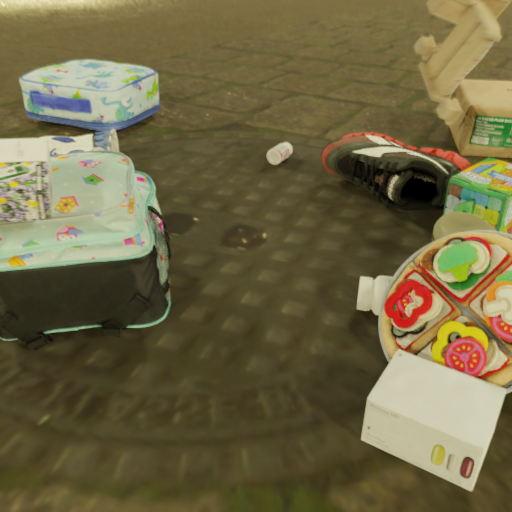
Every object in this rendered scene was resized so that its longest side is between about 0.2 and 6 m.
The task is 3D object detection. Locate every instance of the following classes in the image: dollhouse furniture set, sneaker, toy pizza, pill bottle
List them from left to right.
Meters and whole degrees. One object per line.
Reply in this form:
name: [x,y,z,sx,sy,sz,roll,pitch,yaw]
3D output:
sneaker: [-3.428,-1.605,10.318,1.524,1.066,2.639,-6,25,-3]
pill bottle: [0.503,-2.151,11.715,0.332,0.332,0.586,18,36,26]
sneaker: [2.343,-1.500,10.014,2.818,0.996,1.377,19,34,26]
pill bottle: [1.778,0.531,7.200,0.916,0.519,0.519,7,32,10]
toy pizza: [2.249,0.572,6.147,2.041,0.323,2.041,-22,50,29]
dollhouse furniture set: [3.339,-3.159,7.988,1.055,1.843,2.161,11,53,-21]

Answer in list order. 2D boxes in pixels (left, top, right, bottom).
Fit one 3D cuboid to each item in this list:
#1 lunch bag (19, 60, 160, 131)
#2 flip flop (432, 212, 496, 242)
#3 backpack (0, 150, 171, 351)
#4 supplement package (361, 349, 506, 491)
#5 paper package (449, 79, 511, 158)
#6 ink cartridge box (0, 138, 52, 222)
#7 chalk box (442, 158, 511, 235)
lunch bag: [-4.087,-3.969,13.807,2.956,1.219,2.376,12,32,18]
flip flop: [3.182,0.298,6.478,1.285,0.912,3.169,2,37,-20]
backpack: [-2.274,-0.288,7.250,2.231,1.946,2.538,-9,25,-3]
supplement package: [1.715,1.553,5.458,1.098,0.609,0.855,18,36,28]
paper package: [5.615,-3.039,12.348,2.279,1.179,2.172,6,32,7]
ink cartridge box: [-2.801,-0.722,5.395,1.555,0.392,0.847,-4,50,-17]
chalk box: [3.657,-0.792,8.905,1.596,0.996,0.989,-27,40,-35]
